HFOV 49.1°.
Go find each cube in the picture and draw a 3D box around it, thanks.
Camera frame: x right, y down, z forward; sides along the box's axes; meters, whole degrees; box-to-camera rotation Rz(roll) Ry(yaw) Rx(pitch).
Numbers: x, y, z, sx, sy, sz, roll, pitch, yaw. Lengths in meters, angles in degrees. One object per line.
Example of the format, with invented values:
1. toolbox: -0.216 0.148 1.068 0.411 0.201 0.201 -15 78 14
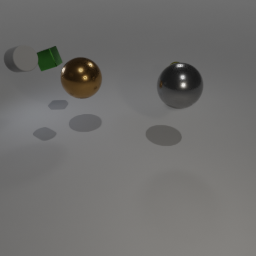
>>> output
1. cube: -3.071 -2.687 10.834 0.700 0.700 0.700 -14 22 14

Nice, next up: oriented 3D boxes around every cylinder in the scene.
1. cylinder: -2.968 -1.909 7.766 0.700 0.700 0.700 -27 24 -38

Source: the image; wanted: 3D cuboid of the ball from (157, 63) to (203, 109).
1. ball: 1.581 -1.281 8.551 1.400 1.400 1.400 0 30 0

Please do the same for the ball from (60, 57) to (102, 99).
1. ball: -1.582 -1.693 9.528 1.400 1.400 1.400 0 30 0

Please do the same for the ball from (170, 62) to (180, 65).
1. ball: 2.102 -2.551 12.272 0.700 0.700 0.700 0 30 0
